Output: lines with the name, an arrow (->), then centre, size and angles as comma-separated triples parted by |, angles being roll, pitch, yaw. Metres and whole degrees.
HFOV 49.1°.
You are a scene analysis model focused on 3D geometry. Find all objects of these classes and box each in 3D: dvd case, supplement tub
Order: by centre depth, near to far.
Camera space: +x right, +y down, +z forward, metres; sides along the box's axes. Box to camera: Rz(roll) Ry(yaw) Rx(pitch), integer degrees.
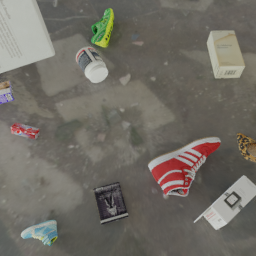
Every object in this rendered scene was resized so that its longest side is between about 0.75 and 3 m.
dvd case -> -0.595, 2.555, 9.570 | 0.943, 0.101, 1.268 | -14, 61, -8
supplement tub -> -1.558, -2.735, 12.118 | 0.980, 0.980, 1.397 | -26, 63, -14

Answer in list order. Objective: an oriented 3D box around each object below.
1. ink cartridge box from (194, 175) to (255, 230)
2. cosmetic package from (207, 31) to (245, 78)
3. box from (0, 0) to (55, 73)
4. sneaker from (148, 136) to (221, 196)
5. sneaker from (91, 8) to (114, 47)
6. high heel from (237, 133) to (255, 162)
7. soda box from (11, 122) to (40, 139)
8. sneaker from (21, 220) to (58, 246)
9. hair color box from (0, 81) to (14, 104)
ink cartridge box -> 3.138, 2.530, 8.975 | 2.005, 1.161, 0.669 | -36, 67, -18
cosmetic package -> 4.349, -3.320, 12.572 | 1.134, 0.801, 2.191 | -2, 61, -1
box -> -4.594, -4.221, 10.335 | 2.561, 2.975, 2.990 | -21, 51, -8
sneaker -> 2.237, 1.387, 9.737 | 2.738, 0.975, 1.540 | -23, 58, -4
sneaker -> -1.226, -4.937, 13.466 | 0.971, 0.861, 2.324 | 10, 61, 1
high heel -> 4.753, 0.752, 9.745 | 0.800, 1.597, 2.240 | -26, 63, -14
soda box -> -3.959, 0.113, 10.794 | 1.025, 0.325, 0.359 | 14, 36, 7
sneaker -> -2.772, 3.443, 8.859 | 1.134, 0.451, 0.740 | -18, 60, -9
hair color box -> -5.481, -1.337, 11.422 | 1.511, 0.490, 0.826 | -17, 49, -10
